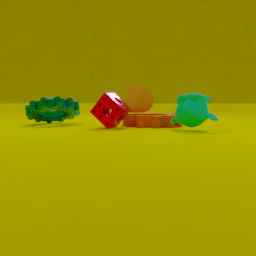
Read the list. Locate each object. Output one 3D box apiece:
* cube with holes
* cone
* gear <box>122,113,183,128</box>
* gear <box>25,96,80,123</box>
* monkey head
[{"bbox_3d":[-0.487,-0.507,8.044,0.724,0.724,0.724,43,17,11],"label":"cube with holes"},{"bbox_3d":[0.152,-0.721,8.909,1.009,1.009,1.012,3,31,29],"label":"cone"},{"bbox_3d":[0.791,-0.263,8.994,1.903,0.352,1.903,0,6,0],"label":"gear"},{"bbox_3d":[-2.455,-0.569,9.194,1.693,0.313,1.693,-8,-15,-2],"label":"gear"},{"bbox_3d":[1.780,-0.464,7.394,1.049,0.878,1.458,-6,2,-41],"label":"monkey head"}]
